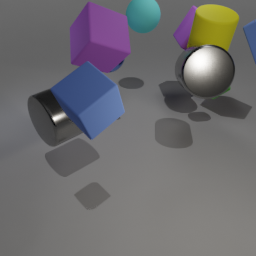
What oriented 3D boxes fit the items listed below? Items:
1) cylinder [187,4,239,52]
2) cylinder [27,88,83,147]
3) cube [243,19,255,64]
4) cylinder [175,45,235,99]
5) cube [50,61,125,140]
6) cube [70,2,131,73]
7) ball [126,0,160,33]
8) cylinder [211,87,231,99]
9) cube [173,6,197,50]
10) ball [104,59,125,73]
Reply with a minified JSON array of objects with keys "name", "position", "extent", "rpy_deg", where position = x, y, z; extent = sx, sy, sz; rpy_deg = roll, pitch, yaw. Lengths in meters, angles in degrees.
[{"name":"cylinder","position":[2.836,-3.211,9.497],"extent":[1.400,1.400,1.400],"rpy_deg":[3,46,-3]},{"name":"cylinder","position":[-1.656,-0.418,7.346],"extent":[1.400,1.400,1.400],"rpy_deg":[-28,42,-34]},{"name":"cube","position":[4.875,-3.076,9.238],"extent":[1.400,1.400,1.400],"rpy_deg":[-15,15,43]},{"name":"cylinder","position":[2.109,-1.624,7.931],"extent":[1.400,1.400,1.400],"rpy_deg":[1,16,2]},{"name":"cube","position":[-0.571,-0.399,4.153],"extent":[0.700,0.700,0.700],"rpy_deg":[-41,63,-14]},{"name":"cube","position":[-0.914,-2.788,8.872],"extent":[1.400,1.400,1.400],"rpy_deg":[7,69,-34]},{"name":"ball","position":[0.605,-4.555,11.290],"extent":[1.400,1.400,1.400],"rpy_deg":[0,33,0]},{"name":"cylinder","position":[3.240,-1.513,10.200],"extent":[0.700,0.700,0.700],"rpy_deg":[-32,15,35]},{"name":"cube","position":[2.903,-3.779,11.288],"extent":[1.400,1.400,1.400],"rpy_deg":[22,32,-22]},{"name":"ball","position":[-0.795,-2.815,10.665],"extent":[1.400,1.400,1.400],"rpy_deg":[0,33,0]}]
